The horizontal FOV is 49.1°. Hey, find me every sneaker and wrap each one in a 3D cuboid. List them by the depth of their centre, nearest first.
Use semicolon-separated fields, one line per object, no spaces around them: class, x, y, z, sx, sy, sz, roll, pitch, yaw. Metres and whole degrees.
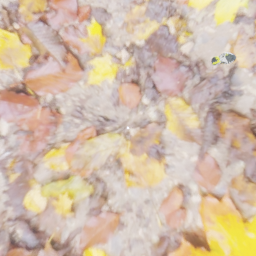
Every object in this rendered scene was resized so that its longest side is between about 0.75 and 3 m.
sneaker;2.560;-1.837;7.358;0.341;0.806;0.300;-17;104;-22
